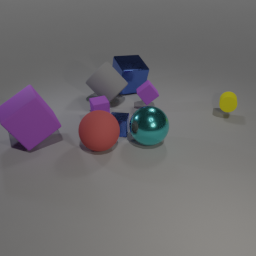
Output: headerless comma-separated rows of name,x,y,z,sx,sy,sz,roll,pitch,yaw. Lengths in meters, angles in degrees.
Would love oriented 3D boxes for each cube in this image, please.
cube,0.058,-2.702,14.116,1.400,1.400,1.400,-9,46,-21
cube,-1.200,-0.878,11.932,0.700,0.700,0.700,-13,34,-16
cube,-3.408,-0.380,9.683,1.400,1.400,1.400,-38,37,-6
cube,-0.342,-0.136,10.661,0.700,0.700,0.700,4,29,7
cube,0.859,-1.564,12.303,0.700,0.700,0.700,-37,20,15

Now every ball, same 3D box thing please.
ball,-0.981,0.092,9.540,1.400,1.400,1.400,0,29,0
ball,0.747,-0.080,9.851,1.400,1.400,1.400,0,29,0

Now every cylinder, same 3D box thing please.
cylinder,-0.966,-2.046,12.775,1.400,1.400,1.400,46,33,-9
cylinder,4.184,-1.093,11.691,0.700,0.700,0.700,9,26,16
